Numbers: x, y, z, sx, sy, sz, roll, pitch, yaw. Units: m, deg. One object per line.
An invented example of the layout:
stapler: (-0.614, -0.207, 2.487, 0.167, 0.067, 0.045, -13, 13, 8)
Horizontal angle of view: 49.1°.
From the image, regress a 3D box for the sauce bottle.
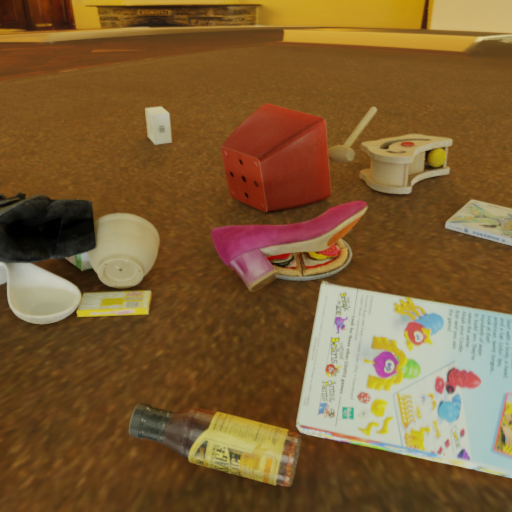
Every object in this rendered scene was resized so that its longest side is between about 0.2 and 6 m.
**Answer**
sauce bottle: (-0.443, 1.951, 5.928, 1.794, 0.592, 0.592, 10, 29, 11)

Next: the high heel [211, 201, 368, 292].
high heel: (0.584, -0.530, 9.455, 2.625, 0.884, 1.259, -33, 73, -10)

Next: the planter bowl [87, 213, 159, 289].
planter bowl: (-2.206, 0.016, 9.192, 1.206, 1.206, 0.812, -3, 47, -5)

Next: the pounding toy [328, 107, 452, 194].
pounding toy: (3.374, -2.550, 13.236, 3.039, 1.743, 1.738, -14, 27, -24)

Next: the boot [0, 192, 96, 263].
boot: (-4.866, -0.242, 8.755, 3.852, 1.265, 3.175, 10, 27, 37)

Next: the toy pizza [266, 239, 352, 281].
toy pizza: (0.737, -0.172, 10.285, 2.033, 0.322, 2.033, 0, 28, 0)

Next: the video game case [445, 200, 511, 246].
video game case: (4.833, -0.707, 11.453, 1.413, 0.171, 1.550, 20, 34, 32)

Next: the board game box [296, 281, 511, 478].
board game box: (1.867, 1.327, 5.604, 2.701, 1.391, 1.417, 10, 71, 10)

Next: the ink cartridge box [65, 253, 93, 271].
ink cartridge box: (-3.045, -0.173, 10.084, 0.756, 0.455, 1.040, -15, 28, -40)

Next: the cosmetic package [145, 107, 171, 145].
cosmetic package: (-2.908, -3.878, 16.647, 0.546, 0.886, 0.889, -13, 31, -21)

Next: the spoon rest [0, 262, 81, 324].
spoon rest: (-3.554, 0.488, 8.747, 2.030, 0.615, 1.009, 22, 33, 36)

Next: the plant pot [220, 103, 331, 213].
plant pot: (0.323, -2.022, 12.330, 1.688, 1.914, 1.916, -32, 40, -29)

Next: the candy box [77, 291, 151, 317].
candy box: (-2.205, 0.746, 8.758, 1.069, 0.141, 0.546, -2, 25, -4)
